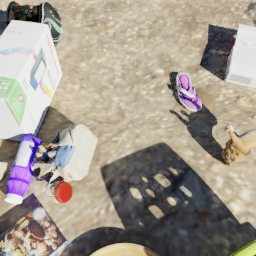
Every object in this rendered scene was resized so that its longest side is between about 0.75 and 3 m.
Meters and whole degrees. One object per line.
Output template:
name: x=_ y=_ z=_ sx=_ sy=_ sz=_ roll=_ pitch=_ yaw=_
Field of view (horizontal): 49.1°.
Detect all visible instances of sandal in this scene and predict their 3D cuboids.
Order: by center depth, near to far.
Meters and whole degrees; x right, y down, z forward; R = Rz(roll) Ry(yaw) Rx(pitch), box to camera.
sandal: x=1.939 y=-1.249 z=9.193 sx=0.664 sy=0.401 sz=1.631 roll=-12 pitch=57 yaw=-8

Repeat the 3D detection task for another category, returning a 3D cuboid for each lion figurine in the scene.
lion figurine: x=3.276 y=0.268 z=7.464 sx=1.803 sy=0.654 sz=1.105 roll=-29 pitch=91 yaw=22

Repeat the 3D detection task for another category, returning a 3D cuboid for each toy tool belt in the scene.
toy tool belt: x=-1.767 y=0.935 z=7.366 sx=1.358 sy=1.379 sz=2.209 roll=-8 pitch=47 yaw=32

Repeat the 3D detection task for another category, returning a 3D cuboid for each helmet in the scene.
helmet: x=-3.213 y=-3.592 z=9.934 sx=1.895 sy=1.806 sz=1.895 roll=0 pitch=91 yaw=10

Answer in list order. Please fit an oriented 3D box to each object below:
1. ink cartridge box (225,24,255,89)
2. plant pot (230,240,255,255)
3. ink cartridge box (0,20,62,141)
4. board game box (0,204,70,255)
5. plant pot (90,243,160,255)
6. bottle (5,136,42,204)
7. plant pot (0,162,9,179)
ink cartridge box: x=5.025 y=-2.363 z=9.798 sx=2.830 sy=0.633 sz=2.493 roll=16 pitch=58 yaw=10
plant pot: x=2.995 y=3.204 z=5.231 sx=2.192 sy=1.999 sz=2.203 roll=-21 pitch=59 yaw=-13
ink cartridge box: x=-3.129 y=-1.365 z=8.226 sx=1.276 sy=2.119 sz=2.916 roll=8 pitch=56 yaw=5
board game box: x=-2.425 y=2.798 z=6.523 sx=1.737 sy=0.301 sz=1.177 roll=-36 pitch=64 yaw=-22
plant pot: x=-0.068 y=3.796 z=5.831 sx=2.584 sy=0.355 sz=2.584 roll=0 pitch=56 yaw=1
bottle: x=-2.778 y=1.095 z=7.423 sx=0.574 sy=0.735 sz=1.759 roll=16 pitch=56 yaw=-15
plant pot: x=-3.660 y=1.174 z=7.376 sx=0.877 sy=0.877 sz=0.589 roll=4 pitch=78 yaw=3
